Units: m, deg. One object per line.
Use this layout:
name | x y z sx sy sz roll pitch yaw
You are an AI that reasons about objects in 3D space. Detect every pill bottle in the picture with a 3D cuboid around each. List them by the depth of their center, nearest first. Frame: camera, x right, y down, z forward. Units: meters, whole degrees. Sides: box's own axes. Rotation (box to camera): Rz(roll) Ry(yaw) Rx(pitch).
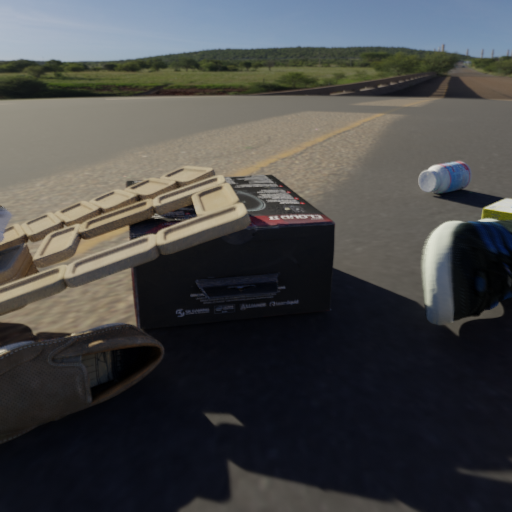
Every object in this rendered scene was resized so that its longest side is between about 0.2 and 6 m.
pill bottle | 4.677 -1.929 13.916 1.302 0.708 0.708 -13 24 -33

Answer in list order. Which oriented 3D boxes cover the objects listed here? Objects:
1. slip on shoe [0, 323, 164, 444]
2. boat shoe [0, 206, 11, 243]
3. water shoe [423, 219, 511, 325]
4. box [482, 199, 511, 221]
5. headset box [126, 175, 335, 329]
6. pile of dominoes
slip on shoe | -1.803 1.176 5.232 0.649 0.815 2.143 6 12 38
boat shoe | -3.387 -0.360 6.837 0.547 0.506 1.481 -34 29 9
water shoe | 3.190 0.047 7.295 1.293 1.171 3.276 3 15 36
box | 5.559 -0.605 10.555 2.168 0.524 1.272 15 24 42
headset box | -0.540 -0.201 8.176 2.585 1.342 3.474 -5 21 -13
pile of dominoes | -2.161 -0.002 6.886 4.092 0.651 3.189 -19 23 -3
